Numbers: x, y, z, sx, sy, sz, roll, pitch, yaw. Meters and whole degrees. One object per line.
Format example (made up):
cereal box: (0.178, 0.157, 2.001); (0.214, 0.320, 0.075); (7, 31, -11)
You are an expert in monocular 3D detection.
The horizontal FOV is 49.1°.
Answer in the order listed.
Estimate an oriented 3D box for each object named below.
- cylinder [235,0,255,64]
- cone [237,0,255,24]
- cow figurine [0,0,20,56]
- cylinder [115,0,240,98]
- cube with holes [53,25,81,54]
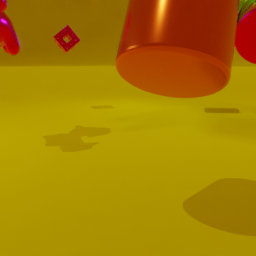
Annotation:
cylinder: (3.472, -2.468, 6.980); (1.390, 1.390, 1.390); (7, 35, 27)
cone: (3.488, -3.524, 8.680); (1.629, 1.629, 1.635); (-5, 35, -20)
cow figurine: (-2.779, -2.255, 5.672); (0.911, 1.632, 1.659); (-19, 25, -22)
cylinder: (0.539, -1.060, 2.986); (1.161, 1.161, 1.161); (11, -13, 2)
cube with holes: (-2.339, -3.347, 10.667); (0.705, 0.705, 0.705); (-43, 16, -7)
